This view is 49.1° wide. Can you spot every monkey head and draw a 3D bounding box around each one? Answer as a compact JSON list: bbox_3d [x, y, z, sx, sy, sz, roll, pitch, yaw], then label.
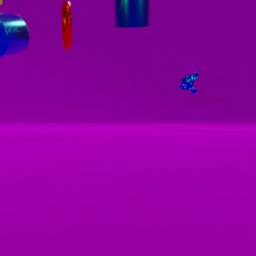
[{"bbox_3d":[2.607,-1.844,11.782,0.755,0.632,1.049,38,-49,-15],"label":"monkey head"}]

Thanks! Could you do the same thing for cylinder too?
[{"bbox_3d":[0.129,-4.107,9.610,1.194,1.194,1.194,-1,23,0],"label":"cylinder"},{"bbox_3d":[-3.193,-2.326,7.026,1.036,1.036,1.036,0,22,12],"label":"cylinder"}]

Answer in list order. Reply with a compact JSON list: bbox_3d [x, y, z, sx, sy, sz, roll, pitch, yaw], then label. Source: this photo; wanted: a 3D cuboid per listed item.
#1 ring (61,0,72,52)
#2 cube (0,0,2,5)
[{"bbox_3d":[-1.844,-3.069,8.460,0.295,1.473,1.473,-1,1,-12],"label":"ring"},{"bbox_3d":[-3.757,-3.684,7.185,0.788,0.788,0.788,11,18,-5],"label":"cube"}]
